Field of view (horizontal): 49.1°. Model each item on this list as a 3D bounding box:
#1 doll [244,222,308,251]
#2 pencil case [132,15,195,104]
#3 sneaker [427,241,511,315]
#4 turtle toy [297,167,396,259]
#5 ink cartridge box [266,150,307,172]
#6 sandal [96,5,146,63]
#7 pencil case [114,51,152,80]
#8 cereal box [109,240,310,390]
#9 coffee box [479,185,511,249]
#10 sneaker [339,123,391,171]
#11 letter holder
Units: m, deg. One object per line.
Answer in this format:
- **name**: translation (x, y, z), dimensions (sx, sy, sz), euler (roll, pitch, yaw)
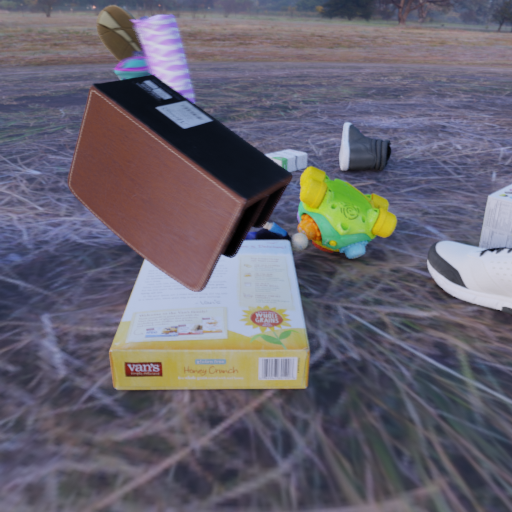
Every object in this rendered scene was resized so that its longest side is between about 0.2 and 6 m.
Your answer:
- **doll**: translation (0.139, -0.200, 9.898), dimensions (1.544, 1.054, 0.374), euler (-6, 51, 6)
- **pencil case**: translation (-1.602, -3.369, 9.876), dimensions (0.730, 1.707, 0.716), euler (-31, 27, -36)
- **sneaker**: translation (4.051, 0.241, 8.462), dimensions (1.213, 1.316, 3.290), euler (-18, 28, -31)
- **turtle toy**: translation (1.523, -0.785, 10.722), dimensions (1.819, 1.261, 2.496), euler (23, 21, -5)
- **ink cartridge box**: translation (0.838, -2.702, 16.035), dimensions (1.057, 0.444, 0.771), euler (-20, 31, -37)
- **sandal**: translation (-2.512, -4.347, 12.923), dimensions (1.185, 2.950, 0.797), euler (-29, 19, 14)
- **pencil case**: translation (-2.255, -3.025, 11.273), dimensions (0.882, 1.909, 0.812), euler (7, 45, 11)
- **cereal box**: translation (-0.578, 0.681, 8.204), dimensions (2.414, 0.663, 3.355), euler (0, 24, 0)
- **coffee box**: translation (5.009, -0.600, 10.500), dimensions (1.127, 1.128, 1.116), euler (-22, 32, -40)
- **sneaker**: translation (3.225, -3.191, 16.579), dimensions (1.430, 1.019, 2.884), euler (5, 29, 5)
- **letter holder**: translation (-0.961, -0.825, 6.525), dimensions (2.151, 1.529, 1.082), euler (38, 36, 12)
